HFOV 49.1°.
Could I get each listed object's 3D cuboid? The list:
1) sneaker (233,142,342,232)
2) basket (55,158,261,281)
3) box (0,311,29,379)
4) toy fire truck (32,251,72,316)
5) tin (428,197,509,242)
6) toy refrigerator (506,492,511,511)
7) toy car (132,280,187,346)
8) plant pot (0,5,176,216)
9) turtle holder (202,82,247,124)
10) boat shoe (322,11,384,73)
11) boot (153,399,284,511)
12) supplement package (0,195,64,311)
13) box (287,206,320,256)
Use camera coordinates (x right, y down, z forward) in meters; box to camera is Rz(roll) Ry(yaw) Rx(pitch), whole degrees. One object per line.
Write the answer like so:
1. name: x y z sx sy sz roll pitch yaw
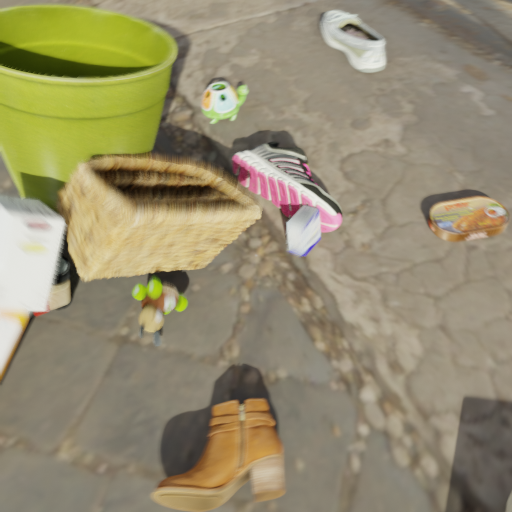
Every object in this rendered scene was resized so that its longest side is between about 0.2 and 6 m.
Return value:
1. sneaker: 0.774 -1.477 10.853 1.170 0.986 2.674 -37 55 -23
2. basket: -1.521 -0.868 8.663 2.521 1.878 1.799 -5 66 -42
3. box: -4.409 1.687 7.729 1.521 0.530 2.555 22 67 -10
4. toy fire truck: -4.234 0.388 9.116 2.026 1.304 1.783 -22 61 -30
5. tin: 4.019 -0.696 10.642 1.521 0.318 0.852 -9 53 -8
6. toy refrigerator: 3.224 3.907 6.206 0.929 0.856 2.446 11 48 19
7. toy car: -1.581 0.942 8.797 0.678 0.706 0.860 -15 53 35
8. plant pot: -3.161 -2.272 9.907 3.296 3.174 3.296 7 39 -5
9. turtle holder: -0.726 -3.556 12.867 1.044 0.741 0.793 1 48 1
10. boat shoe: 2.586 -5.868 14.817 1.015 0.883 2.753 -13 50 -11
11. boot: -0.512 2.583 7.475 1.732 0.664 1.345 -7 49 -6
12. supplement package: -3.406 -0.048 7.935 0.763 1.376 1.071 5 15 -42
13. box: 0.855 -0.441 9.949 0.345 0.657 0.605 18 44 30
